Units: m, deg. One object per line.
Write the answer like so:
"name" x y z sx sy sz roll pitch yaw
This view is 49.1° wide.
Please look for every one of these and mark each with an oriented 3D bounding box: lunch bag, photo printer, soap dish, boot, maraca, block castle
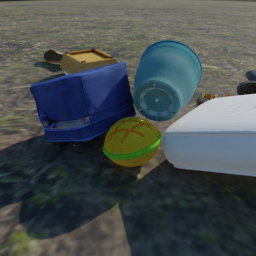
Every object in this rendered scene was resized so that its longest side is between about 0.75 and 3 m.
"lunch bag" -1.033 -0.537 6.890 1.708 1.664 2.514 -1 20 41
"photo printer" 2.549 0.026 5.643 2.972 1.032 2.472 -1 22 47
"soap dish" -1.528 -2.497 11.182 1.769 0.913 2.248 -17 33 -27
"boot" 4.483 -1.566 9.648 2.019 0.806 2.220 13 36 -5
"maraca" 0.057 0.223 6.309 1.306 1.019 1.904 -13 20 -3
"block castle" 2.497 -0.596 7.890 1.160 0.544 0.775 4 -10 4

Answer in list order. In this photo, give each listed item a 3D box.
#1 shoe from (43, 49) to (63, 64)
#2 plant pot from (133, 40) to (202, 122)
"shoe" -3.210 -3.175 12.903 1.853 0.648 0.495 20 -9 35
"plant pot" 0.841 -0.999 6.542 1.598 1.598 1.501 9 42 15
